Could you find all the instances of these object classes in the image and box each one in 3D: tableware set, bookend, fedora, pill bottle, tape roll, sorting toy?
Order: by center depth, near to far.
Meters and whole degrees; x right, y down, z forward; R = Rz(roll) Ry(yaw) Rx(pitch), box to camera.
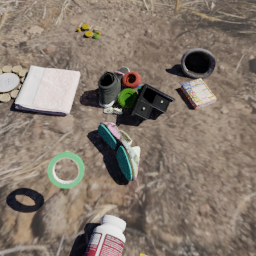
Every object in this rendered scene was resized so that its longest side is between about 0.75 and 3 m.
[{"bbox_3d":[-1.779,1.211,8.075,1.028,0.247,1.028,0,94,-5],"label":"tape roll"},{"bbox_3d":[-0.678,3.579,8.232,1.022,1.022,1.810,14,56,10],"label":"pill bottle"},{"bbox_3d":[0.952,-0.826,11.366,1.409,0.653,1.418,27,81,-10],"label":"bookend"},{"bbox_3d":[0.208,-1.566,12.122,1.033,0.706,1.720,6,74,13],"label":"sorting toy"},{"bbox_3d":[3.218,-3.015,12.931,1.555,1.375,0.702,11,26,8],"label":"fedora"},{"bbox_3d":[-2.074,-5.144,14.916,1.345,0.206,0.906,17,59,10],"label":"tableware set"}]

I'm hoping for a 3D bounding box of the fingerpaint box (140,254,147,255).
[{"bbox_3d":[0.816,4.709,7.621,1.610,0.708,1.930,14,55,9],"label":"fingerpaint box"}]

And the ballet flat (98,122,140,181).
[{"bbox_3d":[-0.159,0.721,10.429,0.953,0.925,2.677,-14,53,-33],"label":"ballet flat"}]

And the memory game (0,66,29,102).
[{"bbox_3d":[-5.534,-2.031,12.729,2.301,0.147,2.301,0,55,0],"label":"memory game"}]

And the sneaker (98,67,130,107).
[{"bbox_3d":[-0.534,-2.126,12.140,0.868,1.217,2.455,19,56,15],"label":"sneaker"}]

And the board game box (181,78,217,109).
[{"bbox_3d":[3.074,-1.522,12.264,1.012,0.309,1.335,-18,57,-12],"label":"board game box"}]

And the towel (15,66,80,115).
[{"bbox_3d":[-3.456,-1.710,12.274,2.330,0.393,2.439,8,56,0],"label":"towel"}]

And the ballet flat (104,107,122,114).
[{"bbox_3d":[-0.627,-0.746,11.751,0.803,0.279,0.279,7,55,5],"label":"ballet flat"}]
